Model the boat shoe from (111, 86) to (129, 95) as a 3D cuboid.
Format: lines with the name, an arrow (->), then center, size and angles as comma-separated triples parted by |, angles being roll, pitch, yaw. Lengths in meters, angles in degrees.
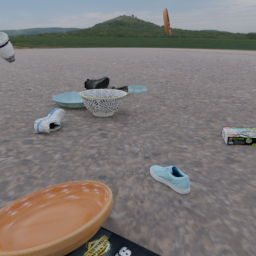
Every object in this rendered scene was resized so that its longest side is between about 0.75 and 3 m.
boat shoe -> -0.767, -2.122, 16.120 | 1.719, 0.557, 0.618 | -8, 22, -19

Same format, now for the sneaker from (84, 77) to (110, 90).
sneaker -> -2.003, -2.854, 17.757 | 1.169, 0.780, 2.040 | 16, 31, 22

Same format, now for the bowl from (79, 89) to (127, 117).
bowl -> -1.121, -1.106, 12.735 | 2.126, 0.998, 2.126 | 0, 17, 0

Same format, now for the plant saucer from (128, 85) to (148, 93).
plant saucer -> 0.531, -2.451, 17.422 | 1.454, 0.280, 1.454 | -1, 20, 0

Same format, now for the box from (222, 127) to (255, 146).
box -> 4.390, 0.297, 10.004 | 1.851, 0.321, 1.019 | 2, 21, 6

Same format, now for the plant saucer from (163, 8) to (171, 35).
plant saucer -> 1.773, -4.857, 12.816 | 0.189, 1.170, 1.170 | -7, 18, 17

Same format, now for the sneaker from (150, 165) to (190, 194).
sneaker -> 1.109, 1.173, 7.339 | 0.502, 0.556, 1.357 | -15, 25, -37

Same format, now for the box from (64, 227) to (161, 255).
box -> -0.453, 2.425, 4.139 | 1.545, 0.447, 1.944 | 13, 24, 32

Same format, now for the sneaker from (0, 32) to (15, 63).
sneaker -> -4.112, -2.551, 8.537 | 0.725, 0.763, 1.897 | -42, 52, -19

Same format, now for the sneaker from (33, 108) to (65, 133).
sneaker -> -2.915, -0.230, 11.152 | 0.758, 0.656, 1.750 | 13, 32, 17

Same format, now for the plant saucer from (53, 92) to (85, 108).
plant saucer -> -2.684, -1.402, 14.388 | 2.260, 0.435, 2.260 | -1, 21, 0

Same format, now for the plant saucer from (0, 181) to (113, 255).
plant saucer -> -1.464, 1.737, 5.308 | 2.492, 0.466, 2.492 | -13, 12, 3
